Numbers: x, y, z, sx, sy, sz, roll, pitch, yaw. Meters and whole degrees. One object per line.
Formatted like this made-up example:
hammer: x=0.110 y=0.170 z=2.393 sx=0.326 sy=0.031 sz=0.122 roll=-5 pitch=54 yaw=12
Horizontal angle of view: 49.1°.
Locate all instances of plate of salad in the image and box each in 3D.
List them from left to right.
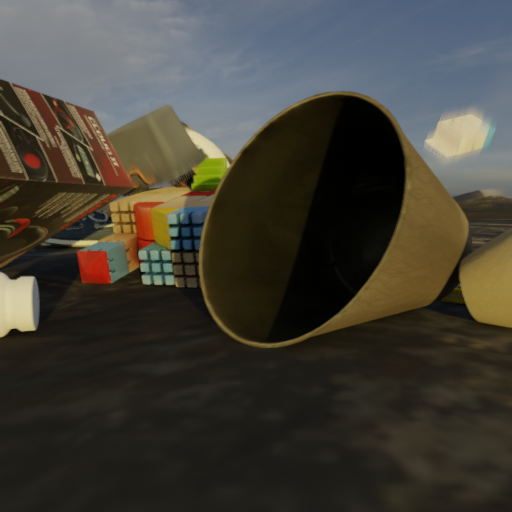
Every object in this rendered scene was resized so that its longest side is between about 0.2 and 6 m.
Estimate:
plate of salad: x=-1.231 y=-1.632 z=9.847 sx=1.844 sy=1.844 sz=0.443 roll=-3 pitch=-30 yaw=-31

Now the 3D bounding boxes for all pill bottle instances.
pill bottle: x=-2.030 y=0.358 z=4.015 sx=0.840 sy=0.486 sz=0.486 roll=-1 pitch=5 yaw=-14

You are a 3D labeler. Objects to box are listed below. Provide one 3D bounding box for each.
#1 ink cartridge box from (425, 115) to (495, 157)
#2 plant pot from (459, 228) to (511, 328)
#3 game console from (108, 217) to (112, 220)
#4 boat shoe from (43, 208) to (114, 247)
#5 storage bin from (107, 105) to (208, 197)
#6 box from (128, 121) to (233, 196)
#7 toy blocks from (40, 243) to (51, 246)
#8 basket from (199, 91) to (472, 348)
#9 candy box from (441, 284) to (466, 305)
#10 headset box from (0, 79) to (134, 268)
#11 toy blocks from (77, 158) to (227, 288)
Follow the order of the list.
ink cartridge box: x=4.086 y=-2.426 z=11.251 sx=1.197 sy=0.406 sz=0.694 roll=-18 pitch=47 yaw=-25
plant pot: x=2.208 y=0.138 z=4.229 sx=1.160 sy=1.087 sz=1.087 roll=-18 pitch=-7 yaw=39
game console: x=-4.436 y=-0.772 z=15.785 sx=0.701 sy=1.059 sz=1.204 roll=35 pitch=24 yaw=27
boat shoe: x=-3.513 y=-0.663 z=12.966 sx=2.993 sy=0.926 sz=1.121 roll=-1 pitch=5 yaw=-12
storage bin: x=-1.552 y=-1.494 z=7.968 sx=1.334 sy=0.896 sz=0.971 roll=-13 pitch=24 yaw=37
box: x=-1.237 y=-1.407 z=10.575 sx=1.848 sy=1.862 sz=0.463 roll=33 pitch=-34 yaw=-24
toy blocks: x=-4.773 y=-0.666 z=14.332 sx=1.608 sy=0.701 sz=1.929 roll=-2 pitch=5 yaw=-12
basket: x=0.826 y=-0.140 z=4.450 sx=2.038 sy=1.837 sz=1.386 roll=7 pitch=36 yaw=-53
candy box: x=2.496 y=0.363 z=5.741 sx=0.663 sy=0.171 sz=1.298 roll=8 pitch=9 yaw=42
headset box: x=-3.226 y=-0.759 z=6.539 sx=2.539 sy=1.282 sz=3.417 roll=-28 pitch=-1 yaw=11
toy blocks: x=-0.691 y=-0.306 z=7.250 sx=3.335 sy=1.666 sz=2.280 roll=0 pitch=16 yaw=17
